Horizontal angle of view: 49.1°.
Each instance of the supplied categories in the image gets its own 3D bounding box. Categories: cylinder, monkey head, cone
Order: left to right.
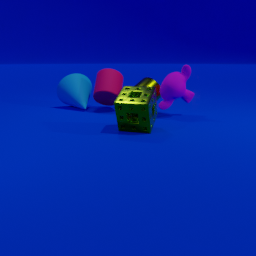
[{"bbox_3d":[-1.899,-1.145,11.028,1.481,1.481,1.486,-7,39,-25],"label":"cone"},{"bbox_3d":[-0.747,-1.545,10.702,1.040,1.040,1.040,5,-26,3],"label":"cylinder"},{"bbox_3d":[0.569,-1.163,9.927,0.947,0.947,0.947,14,48,44],"label":"cylinder"},{"bbox_3d":[1.691,-1.273,9.433,1.188,1.652,0.995,32,11,0],"label":"monkey head"}]

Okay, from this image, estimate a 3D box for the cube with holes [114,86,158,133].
[{"bbox_3d":[0.249,-0.527,7.752,0.928,0.928,0.928,4,38,17],"label":"cube with holes"}]
